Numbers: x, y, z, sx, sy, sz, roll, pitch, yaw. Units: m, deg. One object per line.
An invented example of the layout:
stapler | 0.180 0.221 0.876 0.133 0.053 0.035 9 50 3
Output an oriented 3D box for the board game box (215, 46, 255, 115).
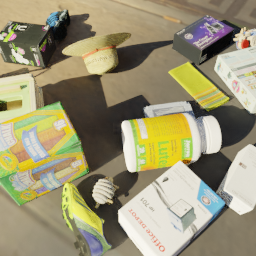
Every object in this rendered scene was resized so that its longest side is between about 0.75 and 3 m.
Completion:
board game box | 4.998 -1.981 11.083 1.959 0.853 2.655 -16 54 -11

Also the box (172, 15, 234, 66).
box | 3.350 -3.989 12.565 2.262 0.892 1.597 -36 58 -23

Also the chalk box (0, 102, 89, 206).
chalk box | -2.959 0.867 8.331 2.989 1.850 1.860 -24 57 -17

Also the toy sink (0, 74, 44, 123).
toy sink | -3.958 -0.829 9.797 1.762 1.514 2.703 -11 54 -8

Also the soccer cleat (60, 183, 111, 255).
soccer cleat | -1.230 2.550 7.913 0.972 0.751 2.323 -5 47 -33

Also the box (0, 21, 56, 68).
box | -4.332 -3.606 12.044 1.957 1.216 1.454 10 54 7

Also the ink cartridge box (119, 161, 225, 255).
ink cartridge box | 1.168 2.352 7.758 2.383 1.023 1.745 -34 61 -24

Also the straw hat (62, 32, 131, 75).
straw hat | -1.091 -2.833 11.401 2.881 2.881 1.219 -17 97 -12

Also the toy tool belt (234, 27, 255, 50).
toy tool belt | 5.337 -3.917 12.544 1.781 1.112 1.095 -23 25 -20

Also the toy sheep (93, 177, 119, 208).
toy sheep | -0.709 1.908 8.325 0.704 0.704 1.021 15 55 11

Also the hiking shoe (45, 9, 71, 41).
hiking shoe | -3.425 -4.796 13.270 1.015 0.871 2.341 -2 43 7

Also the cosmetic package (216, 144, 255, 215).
cosmetic package | 3.548 1.519 8.471 0.971 0.707 1.909 36 59 8

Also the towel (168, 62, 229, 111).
towel | 2.808 -1.731 11.280 1.098 0.230 2.551 -25 57 -19

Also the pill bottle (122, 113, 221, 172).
pill bottle | 1.326 0.385 8.836 2.891 1.606 1.606 -8 54 -6

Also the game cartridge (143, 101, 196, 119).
game cartridge | 1.522 -0.384 10.227 1.765 0.367 1.175 -7 58 -5
